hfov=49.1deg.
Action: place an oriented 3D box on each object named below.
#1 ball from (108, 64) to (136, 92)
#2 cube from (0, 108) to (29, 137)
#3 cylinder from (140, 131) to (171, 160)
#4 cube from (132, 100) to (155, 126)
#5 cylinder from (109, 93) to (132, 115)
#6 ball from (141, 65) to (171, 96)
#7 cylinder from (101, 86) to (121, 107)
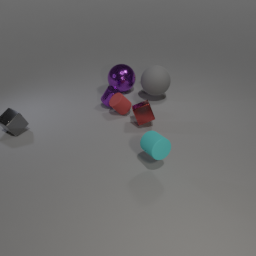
[{"bbox_3d":[-0.319,-2.481,13.949,1.400,1.400,1.400,0,31,0],"label":"ball"},{"bbox_3d":[-4.391,-0.222,10.659,0.700,0.700,0.700,21,62,31],"label":"cube"},{"bbox_3d":[0.837,0.521,8.543,0.700,0.700,0.700,-16,28,-24],"label":"cylinder"},{"bbox_3d":[0.609,-0.619,11.154,0.700,0.700,0.700,-22,17,5],"label":"cube"},{"bbox_3d":[-0.325,-1.032,11.943,0.700,0.700,0.700,-26,45,29],"label":"cylinder"},{"bbox_3d":[1.292,-2.217,13.118,1.400,1.400,1.400,0,31,0],"label":"ball"},{"bbox_3d":[-0.763,-1.417,12.532,0.700,0.700,0.700,27,32,-18],"label":"cylinder"}]
